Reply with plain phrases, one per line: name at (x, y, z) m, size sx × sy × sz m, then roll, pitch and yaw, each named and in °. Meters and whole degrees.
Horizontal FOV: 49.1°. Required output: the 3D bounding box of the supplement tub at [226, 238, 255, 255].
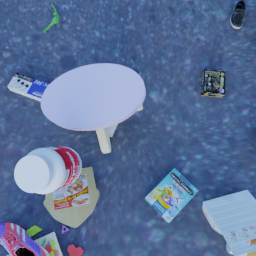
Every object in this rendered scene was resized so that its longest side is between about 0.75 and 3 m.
supplement tub at (3.314, 3.170, 7.433) m, size 1.166 × 0.842 × 0.842 m, roll 20°, pitch 69°, yaw 7°

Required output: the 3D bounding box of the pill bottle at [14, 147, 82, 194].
pill bottle at (-1.650, 0.874, 5.940) m, size 0.927 × 1.651 × 0.927 m, roll 0°, pitch 88°, yaw 8°

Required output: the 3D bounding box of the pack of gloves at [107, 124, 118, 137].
pack of gloves at (-0.946, -0.512, 9.374) m, size 1.533 × 0.302 × 1.288 m, roll 21°, pitch 80°, yaw 12°

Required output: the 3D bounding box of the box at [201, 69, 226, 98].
box at (2.977, -1.563, 9.767) m, size 0.784 × 0.242 × 0.982 m, roll 8°, pitch 67°, yaw 1°

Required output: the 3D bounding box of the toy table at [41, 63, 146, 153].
toy table at (-0.888, -0.672, 8.390) m, size 2.896 × 1.696 × 2.662 m, roll 1°, pitch 76°, yaw 8°

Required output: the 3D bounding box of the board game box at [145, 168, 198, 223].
board game box at (1.276, 1.971, 8.239) m, size 1.276 × 0.299 × 0.963 m, roll -42°, pitch 73°, yaw -16°

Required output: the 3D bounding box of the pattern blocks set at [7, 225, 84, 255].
pattern blocks set at (-2.328, 3.447, 7.699) m, size 1.816 × 0.147 × 1.597 m, roll -37°, pitch 72°, yaw -14°

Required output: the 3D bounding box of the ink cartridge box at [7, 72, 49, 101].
ink cartridge box at (-3.363, -1.404, 9.661) m, size 1.365 × 0.302 × 0.642 m, roll 20°, pitch 69°, yaw 8°

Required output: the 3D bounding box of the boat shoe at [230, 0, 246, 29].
boat shoe at (4.296, -4.418, 10.883) m, size 0.487 × 0.406 × 1.305 m, roll 16°, pitch 69°, yaw 5°

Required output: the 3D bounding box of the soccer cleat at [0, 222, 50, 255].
soccer cleat at (-2.921, 3.086, 7.420) m, size 1.959 × 0.717 × 0.668 m, roll 26°, pitch 74°, yaw 24°

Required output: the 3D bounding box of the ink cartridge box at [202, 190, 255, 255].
ink cartridge box at (3.018, 2.541, 7.463) m, size 1.438 × 0.445 × 1.773 m, roll -13°, pitch 35°, yaw -6°

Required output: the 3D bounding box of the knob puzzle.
knob puzzle at (-1.636, 2.074, 8.221) m, size 1.804 × 0.250 × 1.804 m, roll 0°, pitch 67°, yaw 0°

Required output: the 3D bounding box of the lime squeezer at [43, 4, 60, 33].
lime squeezer at (-2.909, -4.329, 10.976) m, size 0.508 × 0.271 × 1.438 m, roll -7°, pitch 65°, yaw 31°
